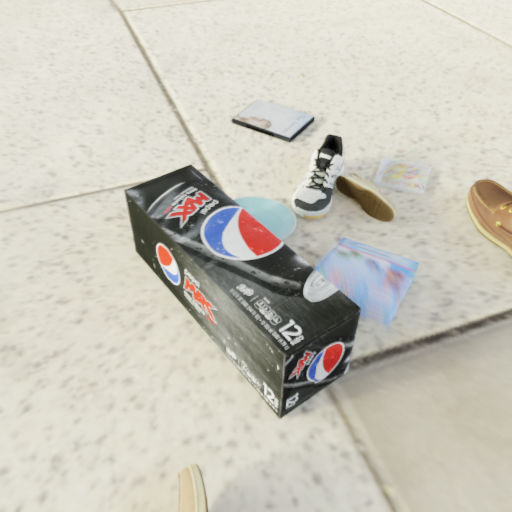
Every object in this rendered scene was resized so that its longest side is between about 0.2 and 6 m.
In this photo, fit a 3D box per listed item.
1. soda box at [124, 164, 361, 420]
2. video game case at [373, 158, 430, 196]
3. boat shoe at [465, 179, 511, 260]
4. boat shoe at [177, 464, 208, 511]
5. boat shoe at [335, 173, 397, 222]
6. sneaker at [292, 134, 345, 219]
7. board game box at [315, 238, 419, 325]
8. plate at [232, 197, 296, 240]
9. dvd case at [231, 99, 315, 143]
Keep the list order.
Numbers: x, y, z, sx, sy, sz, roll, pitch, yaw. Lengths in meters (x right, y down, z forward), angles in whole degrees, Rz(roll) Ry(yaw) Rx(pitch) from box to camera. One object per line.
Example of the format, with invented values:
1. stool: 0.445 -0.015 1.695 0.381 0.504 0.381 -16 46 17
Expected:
1. soda box: -0.439 0.324 9.412 1.470 1.643 4.642 -27 50 -27
2. video game case: 3.342 -1.827 12.817 1.131 0.129 1.029 15 46 15
3. boat shoe: 5.178 -0.602 10.840 1.121 1.052 3.114 -9 44 -9
4. boat shoe: -0.908 3.626 6.514 0.779 0.861 2.416 -3 45 -4
5. boat shoe: 2.425 -1.303 11.946 0.525 0.583 1.615 -25 49 -31
6. sneaker: 1.353 -1.787 12.133 0.884 1.025 2.338 13 46 12
7. board game box: 1.901 0.374 9.917 1.515 0.367 2.003 20 29 20
8. plate: -0.014 -0.694 11.475 1.677 0.214 1.677 3 37 -2
9. dvd case: 0.443 -3.542 14.612 1.803 0.158 1.286 24 48 23
